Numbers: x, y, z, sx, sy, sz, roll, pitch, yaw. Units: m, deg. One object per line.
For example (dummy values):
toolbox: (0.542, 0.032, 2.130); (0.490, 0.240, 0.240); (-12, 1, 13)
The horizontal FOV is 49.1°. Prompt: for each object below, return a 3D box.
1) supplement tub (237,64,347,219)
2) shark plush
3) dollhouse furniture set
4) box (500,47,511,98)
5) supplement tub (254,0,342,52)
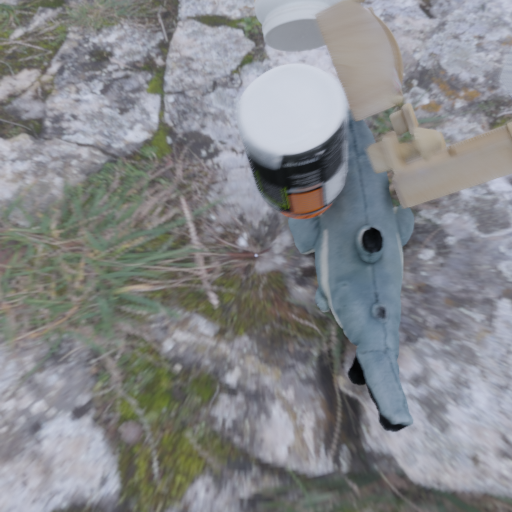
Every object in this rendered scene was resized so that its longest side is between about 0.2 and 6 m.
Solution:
supplement tub: (0.521, -1.303, 7.081); (1.259, 2.055, 1.259); (-2, 70, 7)
shark plush: (1.309, 0.107, 7.834); (2.044, 1.874, 4.499); (9, 55, 6)
dollhouse furniture set: (2.268, -2.656, 7.595); (1.698, 3.478, 2.966); (-18, 14, 26)
box: (3.370, -2.372, 6.679); (0.467, 0.889, 0.818); (12, 36, 3)
supplement tub: (0.656, -4.489, 8.993); (1.442, 1.442, 1.997); (-4, 87, -3)
